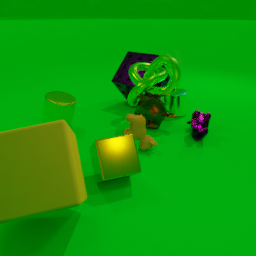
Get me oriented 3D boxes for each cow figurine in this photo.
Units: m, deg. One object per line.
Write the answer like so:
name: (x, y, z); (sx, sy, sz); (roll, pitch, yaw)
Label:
cow figurine: (0.346, 0.106, 7.138); (0.898, 0.913, 0.501); (9, 14, -1)
cow figurine: (2.015, -0.066, 8.026); (0.603, 1.081, 1.098); (13, 62, 6)

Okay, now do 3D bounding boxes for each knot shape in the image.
knot shape: (0.600, -1.378, 8.514); (1.752, 0.865, 1.872); (-49, 35, -10)

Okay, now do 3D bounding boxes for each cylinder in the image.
cylinder: (1.626, -0.873, 9.567); (0.782, 0.782, 0.782); (-3, 25, 2)
cylinder: (-2.007, -0.502, 8.134); (0.878, 0.878, 0.878); (12, 28, -7)

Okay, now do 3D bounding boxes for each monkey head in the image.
monkey head: (0.795, -0.548, 8.621); (1.536, 0.926, 1.105); (36, 28, 19)

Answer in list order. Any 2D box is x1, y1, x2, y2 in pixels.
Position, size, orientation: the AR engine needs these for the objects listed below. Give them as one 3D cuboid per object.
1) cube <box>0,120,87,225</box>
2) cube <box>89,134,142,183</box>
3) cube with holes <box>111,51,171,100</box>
cube: (-1.423, 0.705, 4.475); (1.251, 1.251, 1.251); (-12, -10, -6)
cube: (-0.284, 0.639, 5.740); (0.796, 0.796, 0.796); (-9, -12, -19)
cube with holes: (0.510, -1.790, 10.298); (1.352, 1.352, 1.352); (17, 72, 34)
